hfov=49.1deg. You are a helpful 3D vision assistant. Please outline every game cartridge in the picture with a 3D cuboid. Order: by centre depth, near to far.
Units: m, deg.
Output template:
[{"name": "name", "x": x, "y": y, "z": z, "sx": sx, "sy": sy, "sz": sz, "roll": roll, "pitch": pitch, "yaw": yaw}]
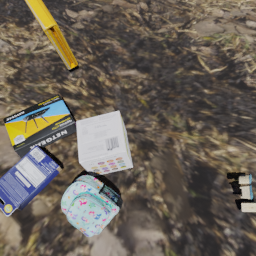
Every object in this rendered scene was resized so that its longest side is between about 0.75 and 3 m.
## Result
[{"name": "game cartridge", "x": -2.647, "y": -3.473, "z": 8.798, "sx": 0.447, "sy": 2.429, "sz": 2.756, "roll": -30, "pitch": 76, "yaw": -3}]

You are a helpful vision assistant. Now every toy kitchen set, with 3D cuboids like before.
[{"name": "toy kitchen set", "x": 3.046, "y": 1.584, "z": 6.905, "sx": 0.486, "sy": 0.661, "sz": 0.825, "roll": -6, "pitch": 85, "yaw": 25}]

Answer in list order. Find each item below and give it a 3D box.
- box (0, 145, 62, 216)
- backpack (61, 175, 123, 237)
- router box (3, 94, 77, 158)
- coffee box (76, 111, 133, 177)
[{"name": "box", "x": -2.621, "y": 1.329, "z": 7.119, "sx": 1.007, "sy": 0.269, "sz": 1.663, "roll": 36, "pitch": 70, "yaw": 26}, {"name": "backpack", "x": -0.872, "y": 1.707, "z": 6.250, "sx": 1.208, "sy": 1.073, "sz": 0.910, "roll": 40, "pitch": 19, "yaw": 5}, {"name": "router box", "x": -2.513, "y": -0.099, "z": 8.057, "sx": 1.764, "sy": 0.450, "sz": 1.316, "roll": -27, "pitch": 56, "yaw": -13}, {"name": "coffee box", "x": -0.584, "y": 0.437, "z": 7.186, "sx": 1.149, "sy": 1.138, "sz": 1.151, "roll": -13, "pitch": 61, "yaw": 3}]
